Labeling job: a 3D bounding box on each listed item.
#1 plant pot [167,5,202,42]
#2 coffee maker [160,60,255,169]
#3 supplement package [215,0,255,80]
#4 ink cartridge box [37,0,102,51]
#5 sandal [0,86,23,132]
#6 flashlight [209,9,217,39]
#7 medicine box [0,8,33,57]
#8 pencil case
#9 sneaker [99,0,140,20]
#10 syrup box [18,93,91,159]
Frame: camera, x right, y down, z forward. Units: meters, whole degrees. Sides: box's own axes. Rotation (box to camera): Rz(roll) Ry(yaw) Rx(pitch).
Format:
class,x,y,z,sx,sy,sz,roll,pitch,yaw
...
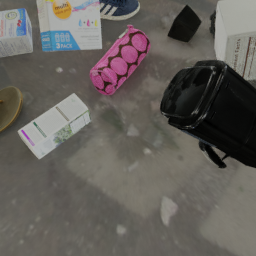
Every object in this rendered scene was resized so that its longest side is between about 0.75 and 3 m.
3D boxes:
class,x,y,z,sx,sy,sz,roll,pitch,yaw
plant pot,1.926,-3.385,9.313,0.747,0.842,0.840,34,66,5
coffee maker,1.641,-0.200,4.185,1.808,1.737,1.218,26,66,-27
supplement package,4.111,-2.609,7.933,2.969,1.741,1.735,-4,54,11
ink cartridge box,-1.367,-2.906,6.385,1.264,2.196,0.745,-13,19,-30
sandal,-4.240,-0.233,7.596,2.965,0.801,1.191,-32,66,-16
flashlight,4.226,-3.620,9.331,2.863,0.969,0.973,-11,53,-5
medicine box,-3.951,-3.094,9.156,1.452,0.747,1.322,-11,62,-6
pencil case,-0.256,-2.060,8.445,0.996,1.028,2.195,14,58,36
sneaker,-0.784,-4.434,9.718,2.415,1.021,0.905,-2,62,-2
syrup box,-1.928,-0.052,7.550,1.801,0.709,0.734,-37,68,-17
